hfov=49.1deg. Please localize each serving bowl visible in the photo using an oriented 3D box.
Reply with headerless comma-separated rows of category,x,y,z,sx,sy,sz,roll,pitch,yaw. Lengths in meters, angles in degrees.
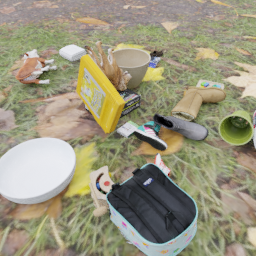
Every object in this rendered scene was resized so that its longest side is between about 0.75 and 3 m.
serving bowl,-2.940,1.471,9.186,2.597,0.854,2.597,-3,40,2

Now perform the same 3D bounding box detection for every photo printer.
photo printer,-3.321,-4.469,16.571,1.341,0.466,1.116,31,50,32

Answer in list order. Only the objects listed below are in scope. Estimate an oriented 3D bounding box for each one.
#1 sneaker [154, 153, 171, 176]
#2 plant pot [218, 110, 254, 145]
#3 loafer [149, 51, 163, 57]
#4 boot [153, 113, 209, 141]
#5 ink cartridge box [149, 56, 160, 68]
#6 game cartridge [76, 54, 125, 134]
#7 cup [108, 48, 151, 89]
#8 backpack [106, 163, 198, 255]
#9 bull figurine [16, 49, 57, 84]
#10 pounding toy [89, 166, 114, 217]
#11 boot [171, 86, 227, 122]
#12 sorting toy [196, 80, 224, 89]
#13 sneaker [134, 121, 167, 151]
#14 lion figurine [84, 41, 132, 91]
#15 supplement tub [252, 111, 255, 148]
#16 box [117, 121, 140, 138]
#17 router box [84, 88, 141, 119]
sneaker,1.189,1.368,9.753,0.592,0.369,1.104,8,44,8
plant pot,4.344,-0.137,11.047,1.267,1.267,1.203,20,31,22
loafer,1.691,-4.412,16.594,0.991,0.354,0.362,-24,46,-26
boot,1.976,-0.010,10.723,1.960,0.684,1.290,19,7,34
ink cartridge box,1.446,-3.754,15.944,0.515,0.203,1.035,15,44,17
game cartridge,-1.123,-1.168,10.490,0.391,2.125,2.410,-25,68,-28
cup,0.053,-2.830,13.855,2.052,1.467,2.052,0,39,0
backpack,0.722,2.344,7.526,1.966,1.714,2.236,-29,38,-28
bull figurine,-4.795,-3.174,14.652,1.807,0.969,2.976,0,40,0
pounding toy,-0.648,1.847,8.666,1.014,1.018,1.774,-10,41,-6
boot,3.153,-1.017,12.351,1.917,0.724,2.189,7,38,28
sorting toy,3.987,-1.925,13.730,1.279,0.252,1.381,16,43,18
sneaker,1.074,0.244,10.909,1.531,0.640,0.924,29,58,32
lion figurine,-0.858,-2.353,11.318,1.059,1.791,2.924,-13,3,23
supplement tub,5.400,0.037,10.609,1.249,1.249,1.780,13,43,15
box,0.039,0.051,11.481,0.589,0.148,0.816,30,50,30
router box,-0.664,-1.121,12.471,2.056,0.639,1.541,-33,50,-32
